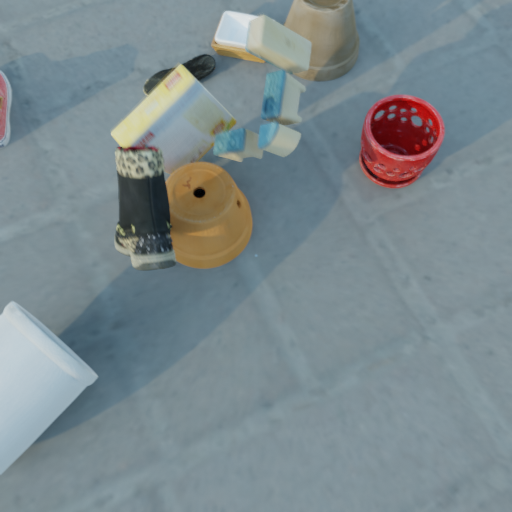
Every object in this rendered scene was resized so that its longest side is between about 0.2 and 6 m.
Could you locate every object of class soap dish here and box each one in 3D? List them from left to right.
[{"bbox_3d":[-0.221,-4.457,11.447,1.188,0.483,0.935,12,66,6],"label":"soap dish"}]

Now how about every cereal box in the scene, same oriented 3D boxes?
[{"bbox_3d":[-1.242,-2.082,9.087,1.495,2.078,0.411,-42,76,8],"label":"cereal box"}]

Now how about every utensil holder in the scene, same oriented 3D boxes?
[{"bbox_3d":[-3.564,1.917,7.967,1.664,1.664,1.958,38,74,15],"label":"utensil holder"}]

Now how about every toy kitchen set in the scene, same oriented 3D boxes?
[{"bbox_3d":[-0.097,-2.446,8.524,1.397,1.028,1.744,3,84,47],"label":"toy kitchen set"}]

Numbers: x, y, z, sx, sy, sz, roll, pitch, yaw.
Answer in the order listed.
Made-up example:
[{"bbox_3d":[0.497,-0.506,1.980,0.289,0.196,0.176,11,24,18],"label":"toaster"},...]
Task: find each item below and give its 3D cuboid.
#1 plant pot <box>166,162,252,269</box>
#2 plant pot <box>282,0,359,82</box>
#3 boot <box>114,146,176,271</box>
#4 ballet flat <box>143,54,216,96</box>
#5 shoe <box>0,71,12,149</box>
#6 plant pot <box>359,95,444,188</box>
[{"bbox_3d":[-0.903,-0.772,9.404,1.687,1.181,1.687,0,67,0],"label":"plant pot"},{"bbox_3d":[1.274,-4.546,10.961,1.682,1.460,1.682,0,67,0],"label":"plant pot"},{"bbox_3d":[-1.648,-0.781,7.993,0.768,2.128,1.607,-9,107,-20],"label":"boot"},{"bbox_3d":[-1.506,-3.539,11.152,1.569,0.446,0.521,-26,104,-8],"label":"ballet flat"},{"bbox_3d":[-5.117,-3.038,10.574,0.706,0.899,1.976,-13,66,-6],"label":"shoe"},{"bbox_3d":[2.484,-1.927,9.891,1.351,1.231,1.351,0,65,0],"label":"plant pot"}]
